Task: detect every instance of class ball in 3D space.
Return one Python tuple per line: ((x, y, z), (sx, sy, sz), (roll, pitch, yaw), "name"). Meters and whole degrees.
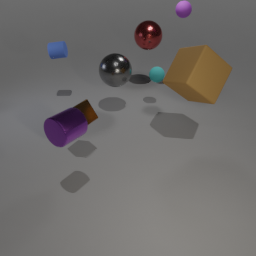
((2.427, -5.173, 12.221), (0.700, 0.700, 0.700), (0, 32, 0), "ball")
((-0.531, -2.430, 11.810), (1.400, 1.400, 1.400), (0, 32, 0), "ball")
((1.302, -2.407, 12.614), (0.700, 0.700, 0.700), (0, 32, 0), "ball")
((1.001, -4.582, 13.866), (1.400, 1.400, 1.400), (0, 32, 0), "ball")

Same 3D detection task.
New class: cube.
((2.322, -1.784, 9.478), (1.400, 1.400, 1.400), (29, -4, -28), "cube")
((-1.512, -0.369, 8.770), (0.700, 0.700, 0.700), (-23, 12, 41), "cube")

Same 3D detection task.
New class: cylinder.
((-1.383, -0.023, 6.249), (0.700, 0.700, 0.700), (20, 34, 29), "cylinder")
((-3.100, -3.442, 12.384), (0.700, 0.700, 0.700), (-6, 31, 5), "cylinder")
